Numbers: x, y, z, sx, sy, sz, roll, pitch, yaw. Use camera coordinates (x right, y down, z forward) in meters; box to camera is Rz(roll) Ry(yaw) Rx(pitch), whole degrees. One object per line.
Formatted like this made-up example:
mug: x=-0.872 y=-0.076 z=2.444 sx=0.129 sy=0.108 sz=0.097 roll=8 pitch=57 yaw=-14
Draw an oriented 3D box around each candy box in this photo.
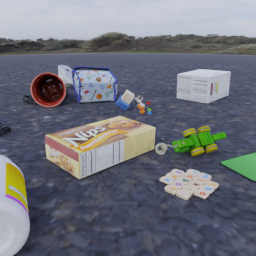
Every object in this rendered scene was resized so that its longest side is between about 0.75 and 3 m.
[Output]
candy box: x=-0.727 y=0.422 z=8.166 sx=2.838 sy=0.785 sz=1.638 roll=-18 pitch=26 yaw=-41

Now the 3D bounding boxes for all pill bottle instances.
pill bottle: x=-2.469 y=1.283 z=5.116 sx=1.162 sy=1.162 sz=2.230 roll=-7 pitch=20 yaw=-21

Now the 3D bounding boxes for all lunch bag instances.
lunch bag: x=-1.851 y=-2.470 z=14.891 sx=2.047 sy=1.491 sz=2.408 roll=-2 pitch=30 yaw=-18

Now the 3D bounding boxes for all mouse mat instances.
mouse mat: x=3.456 y=1.020 z=7.593 sx=1.559 sy=0.059 sz=1.255 roll=-8 pitch=21 yaw=-26

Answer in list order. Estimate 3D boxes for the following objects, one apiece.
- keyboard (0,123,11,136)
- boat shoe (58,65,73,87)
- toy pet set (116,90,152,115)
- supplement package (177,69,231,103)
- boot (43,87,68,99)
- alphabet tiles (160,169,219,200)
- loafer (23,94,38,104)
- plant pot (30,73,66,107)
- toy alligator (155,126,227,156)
keyboard: x=-5.395 y=-0.015 z=10.254 sx=2.221 sy=0.285 sz=1.334 roll=7 pitch=20 yaw=17
boat shoe: x=-3.996 y=-3.247 z=18.526 sx=1.033 sy=1.018 sz=2.915 roll=-5 pitch=32 yaw=-33
toy pet set: x=0.248 y=-0.979 z=12.779 sx=1.448 sy=0.824 sz=1.551 roll=33 pitch=20 yaw=-10
supplement package: x=4.135 y=-2.338 z=15.252 sx=1.917 sy=1.365 sz=2.462 roll=16 pitch=26 yaw=40
boot: x=-4.122 y=-1.888 z=15.437 sx=1.528 sy=0.502 sz=1.259 roll=-6 pitch=18 yaw=-4
alphabet tiles: x=1.443 y=1.313 z=6.670 sx=1.231 sy=0.092 sz=1.259 roll=15 pitch=24 yaw=38
loafer: x=-4.855 y=-1.467 z=14.202 sx=1.213 sy=0.426 sz=0.412 roll=10 pitch=21 yaw=26
plant pot: x=-3.864 y=-1.916 z=13.981 sx=1.632 sy=1.632 sz=1.587 roll=-3 pitch=10 yaw=-8
toy alligator: x=1.775 y=0.492 z=8.269 sx=2.534 sy=0.751 sz=0.687 roll=-10 pitch=-20 yaw=-24
